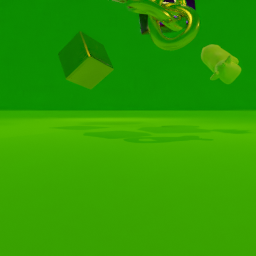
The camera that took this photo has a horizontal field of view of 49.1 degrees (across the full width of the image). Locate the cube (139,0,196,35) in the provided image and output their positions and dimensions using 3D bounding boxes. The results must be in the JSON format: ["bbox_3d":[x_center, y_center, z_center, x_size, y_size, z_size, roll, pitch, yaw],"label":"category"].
[{"bbox_3d":[1.198,-3.841,8.919,1.369,1.369,1.369,-11,10,-16],"label":"cube"}]

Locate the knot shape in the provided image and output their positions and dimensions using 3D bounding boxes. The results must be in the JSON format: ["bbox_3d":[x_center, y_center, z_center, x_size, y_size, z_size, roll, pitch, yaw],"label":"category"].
[{"bbox_3d":[0.884,-2.417,6.139,1.674,1.566,0.773,-17,-21,-28],"label":"knot shape"}]

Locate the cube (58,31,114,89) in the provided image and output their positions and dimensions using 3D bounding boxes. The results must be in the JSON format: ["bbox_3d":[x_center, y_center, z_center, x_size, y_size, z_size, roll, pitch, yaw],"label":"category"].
[{"bbox_3d":[-1.345,-2.116,8.913,1.119,1.119,1.119,-36,-29,26],"label":"cube"}]

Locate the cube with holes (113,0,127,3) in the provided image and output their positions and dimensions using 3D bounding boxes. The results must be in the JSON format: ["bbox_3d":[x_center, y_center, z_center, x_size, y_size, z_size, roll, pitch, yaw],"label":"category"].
[{"bbox_3d":[-0.178,-4.219,7.840,1.019,1.019,1.019,-4,13,-39],"label":"cube with holes"}]

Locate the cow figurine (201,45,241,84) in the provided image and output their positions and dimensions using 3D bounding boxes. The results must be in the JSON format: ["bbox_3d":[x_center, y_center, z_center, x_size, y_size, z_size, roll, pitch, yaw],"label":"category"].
[{"bbox_3d":[2.407,-1.742,7.441,1.347,0.751,1.369,-6,49,-51],"label":"cow figurine"}]
